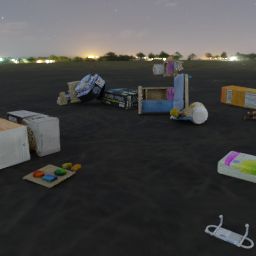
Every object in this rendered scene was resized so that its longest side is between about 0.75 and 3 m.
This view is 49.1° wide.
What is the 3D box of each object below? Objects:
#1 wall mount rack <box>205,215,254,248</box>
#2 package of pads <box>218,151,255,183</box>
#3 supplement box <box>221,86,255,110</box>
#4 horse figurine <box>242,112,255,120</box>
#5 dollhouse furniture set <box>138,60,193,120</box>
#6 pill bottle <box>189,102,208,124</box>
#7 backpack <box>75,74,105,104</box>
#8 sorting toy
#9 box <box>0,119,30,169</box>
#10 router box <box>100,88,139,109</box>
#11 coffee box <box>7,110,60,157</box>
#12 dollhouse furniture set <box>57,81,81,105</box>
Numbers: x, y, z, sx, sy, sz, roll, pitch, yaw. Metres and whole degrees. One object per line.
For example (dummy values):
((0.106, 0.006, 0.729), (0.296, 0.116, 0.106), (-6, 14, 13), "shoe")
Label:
((1.547, 1.646, 4.378), (0.750, 0.280, 0.652), (11, 19, 38), "wall mount rack")
((2.879, 0.941, 6.812), (1.111, 0.379, 0.859), (13, 21, 37), "package of pads")
((6.515, -1.651, 15.262), (0.983, 1.017, 2.956), (-11, 21, -27), "supplement box")
((5.781, -0.499, 12.011), (1.593, 0.398, 1.056), (5, 3, 38), "horse figurine")
((1.545, -1.724, 12.117), (1.901, 2.750, 2.913), (-1, 3, -4), "dollhouse furniture set")
((2.955, -0.617, 11.858), (0.757, 0.757, 1.453), (2, 15, 9), "pill bottle")
((-2.097, -2.275, 15.709), (1.644, 1.266, 1.566), (-7, 41, 43), "backpack")
((-1.766, 1.047, 6.806), (0.932, 0.167, 1.250), (8, 17, 27), "sorting toy")
((-3.800, 0.477, 7.335), (1.418, 0.990, 1.863), (13, 20, 39), "box")
((-0.184, -1.707, 15.855), (1.847, 0.766, 2.464), (-13, 19, -38), "router box")
((-2.930, 0.097, 8.638), (1.852, 1.047, 0.739), (14, 20, 40), "coffee box")
((-3.672, -2.121, 16.527), (1.635, 1.130, 1.732), (-17, 19, -35), "dollhouse furniture set")
